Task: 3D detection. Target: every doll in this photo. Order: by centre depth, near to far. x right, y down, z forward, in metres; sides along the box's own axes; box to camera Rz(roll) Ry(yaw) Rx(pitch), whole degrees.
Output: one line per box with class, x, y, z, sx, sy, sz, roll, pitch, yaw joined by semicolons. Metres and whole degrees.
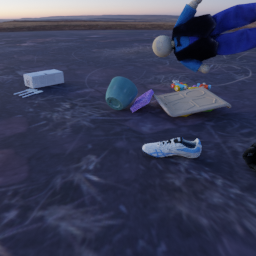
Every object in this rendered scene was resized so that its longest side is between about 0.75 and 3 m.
doll;1.882;-2.294;6.814;2.769;1.889;0.671;-7;13;32

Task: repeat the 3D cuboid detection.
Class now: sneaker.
sneaker;3.222;0.525;6.745;0.946;0.652;1.700;10;31;1
sneaker;1.101;0.459;7.073;1.481;0.537;0.532;0;25;4

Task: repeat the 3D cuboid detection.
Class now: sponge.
sponge;0.540;-1.027;10.431;0.726;0.194;1.301;-31;13;24

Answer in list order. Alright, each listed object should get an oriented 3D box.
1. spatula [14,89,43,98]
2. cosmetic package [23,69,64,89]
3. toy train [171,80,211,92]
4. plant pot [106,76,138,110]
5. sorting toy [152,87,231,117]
spatula;-4.362;-1.528;12.220;0.759;0.088;1.092;19;30;25
cosmetic package;-4.036;-2.390;13.513;0.851;0.620;1.675;22;33;40
toy train;2.694;-1.668;12.103;1.672;0.465;1.256;9;24;13
plant pot;-0.315;-1.184;10.231;1.087;1.087;0.872;12;55;26
sorting toy;2.239;-0.932;10.276;2.301;0.420;2.130;-8;25;-8
